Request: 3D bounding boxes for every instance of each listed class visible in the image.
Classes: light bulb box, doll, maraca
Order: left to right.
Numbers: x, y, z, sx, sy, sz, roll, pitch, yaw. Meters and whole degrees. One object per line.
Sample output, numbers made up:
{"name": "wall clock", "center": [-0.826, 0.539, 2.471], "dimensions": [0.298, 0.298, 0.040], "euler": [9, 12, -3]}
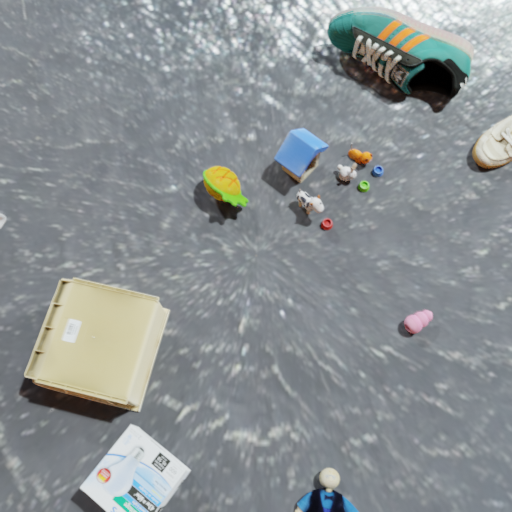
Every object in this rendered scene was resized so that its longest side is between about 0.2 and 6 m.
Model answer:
{"name": "light bulb box", "center": [-1.759, 3.301, 8.279], "dimensions": [1.110, 0.699, 1.120], "euler": [34, 73, 12]}
{"name": "maraca", "center": [-0.555, -1.223, 10.051], "dimensions": [0.715, 0.558, 1.043], "euler": [-4, 46, -44]}
{"name": "doll", "center": [1.068, 3.929, 8.210], "dimensions": [1.045, 0.371, 1.531], "euler": [1, 62, 9]}

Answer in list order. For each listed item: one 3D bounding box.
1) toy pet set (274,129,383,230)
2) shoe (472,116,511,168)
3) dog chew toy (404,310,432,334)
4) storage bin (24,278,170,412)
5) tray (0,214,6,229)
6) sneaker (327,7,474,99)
{"name": "toy pet set", "center": [1.277, -1.633, 10.082], "dimensions": [1.585, 0.902, 1.698], "euler": [39, 73, 14]}
{"name": "shoe", "center": [4.982, -2.407, 10.551], "dimensions": [2.167, 0.578, 0.758], "euler": [-34, 73, -12]}
{"name": "dog chew toy", "center": [2.722, 1.078, 9.344], "dimensions": [0.493, 0.307, 0.307], "euler": [-30, 72, -8]}
{"name": "storage bin", "center": [-2.505, 1.395, 8.968], "dimensions": [1.720, 0.812, 1.733], "euler": [12, 70, 5]}
{"name": "tray", "center": [-5.456, 0.425, 8.342], "dimensions": [0.378, 1.832, 3.412], "euler": [39, 92, 20]}
{"name": "sneaker", "center": [2.729, -3.900, 10.877], "dimensions": [2.931, 1.046, 1.171], "euler": [17, 65, 5]}
